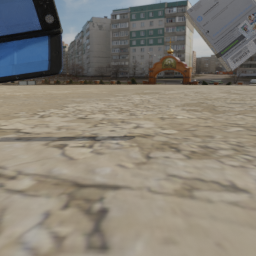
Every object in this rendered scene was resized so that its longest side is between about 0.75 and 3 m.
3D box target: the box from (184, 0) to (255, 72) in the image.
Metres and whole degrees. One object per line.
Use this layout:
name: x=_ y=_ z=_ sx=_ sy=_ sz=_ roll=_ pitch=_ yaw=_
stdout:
box: x=2.278 y=-2.302 z=6.196 sx=1.301 sy=1.669 sz=0.344 roll=-39 pitch=3 yaw=6

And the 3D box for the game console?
game console: x=-3.248 y=-2.632 z=7.761 sx=2.604 sy=2.223 sz=1.541 roll=-8 pitch=37 yaw=2
